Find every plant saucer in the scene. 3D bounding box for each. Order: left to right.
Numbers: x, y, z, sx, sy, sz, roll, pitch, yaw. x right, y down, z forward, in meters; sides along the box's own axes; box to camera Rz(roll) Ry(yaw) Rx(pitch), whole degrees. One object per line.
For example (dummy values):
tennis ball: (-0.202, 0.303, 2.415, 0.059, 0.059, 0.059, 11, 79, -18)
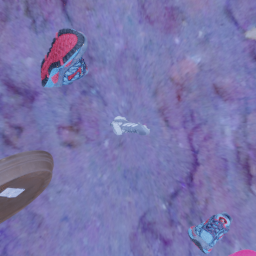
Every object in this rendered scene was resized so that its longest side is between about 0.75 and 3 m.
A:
plant saucer: (-2.487, 1.357, 5.393, 2.532, 2.532, 0.373, -39, 74, -4)

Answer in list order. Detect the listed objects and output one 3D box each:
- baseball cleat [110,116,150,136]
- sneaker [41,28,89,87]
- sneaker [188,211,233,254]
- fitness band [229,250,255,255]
baseball cleat: (0.012, 0.040, 5.499, 0.802, 0.280, 0.427, 21, 52, 29)
sneaker: (-1.020, -1.225, 5.032, 0.766, 1.603, 0.636, -1, 77, -34)
sneaker: (1.790, 2.096, 5.940, 0.585, 1.474, 0.704, 44, 113, 25)
fitness band: (1.868, 2.938, 5.114, 1.708, 0.320, 1.226, -23, 108, -15)
